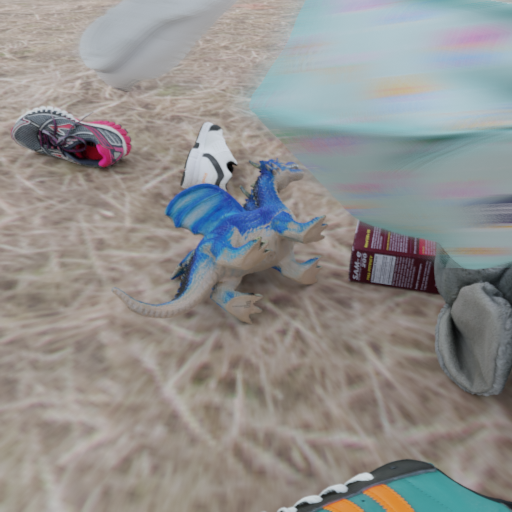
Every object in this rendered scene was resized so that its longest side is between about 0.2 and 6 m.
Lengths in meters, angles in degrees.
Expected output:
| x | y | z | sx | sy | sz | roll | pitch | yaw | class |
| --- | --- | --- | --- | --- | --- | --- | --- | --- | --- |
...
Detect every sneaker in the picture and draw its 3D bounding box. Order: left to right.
| x | y | z | sx | sy | sz | roll | pitch | yaw | class |
| --- | --- | --- | --- | --- | --- | --- | --- | --- | --- |
| -3.729 | -2.303 | 10.977 | 2.426 | 0.978 | 0.906 | 8 | 35 | 12 | sneaker |
| -1.499 | -4.084 | 9.865 | 3.220 | 1.296 | 1.230 | -26 | 67 | 13 | sneaker |
| -0.801 | -1.793 | 10.511 | 0.896 | 0.825 | 2.239 | 15 | 36 | -6 | sneaker |
| 0.677 | 2.137 | 3.814 | 3.399 | 1.213 | 1.358 | 7 | 31 | -3 | sneaker |

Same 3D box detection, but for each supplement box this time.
| x | y | z | sx | sy | sz | roll | pitch | yaw | class |
| --- | --- | --- | --- | --- | --- | --- | --- | --- | --- |
| 2.275 | -0.002 | 7.677 | 1.879 | 0.572 | 1.023 | 9 | 34 | 12 | supplement box |

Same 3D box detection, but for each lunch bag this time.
| x | y | z | sx | sy | sz | roll | pitch | yaw | class |
| --- | --- | --- | --- | --- | --- | --- | --- | --- | --- |
| 1.348 | -0.798 | 3.859 | 2.155 | 1.836 | 1.314 | 25 | 84 | 39 | lunch bag |

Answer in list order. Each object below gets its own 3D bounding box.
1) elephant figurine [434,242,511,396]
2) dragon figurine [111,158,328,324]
| x | y | z | sx | sy | sz | roll | pitch | yaw | class |
| --- | --- | --- | --- | --- | --- | --- | --- | --- | --- |
| 2.834 | 0.376 | 5.878 | 2.283 | 2.503 | 3.227 | 25 | -7 | -25 | elephant figurine |
| -0.467 | -0.191 | 7.401 | 2.023 | 1.197 | 4.068 | 28 | 41 | 36 | dragon figurine |
